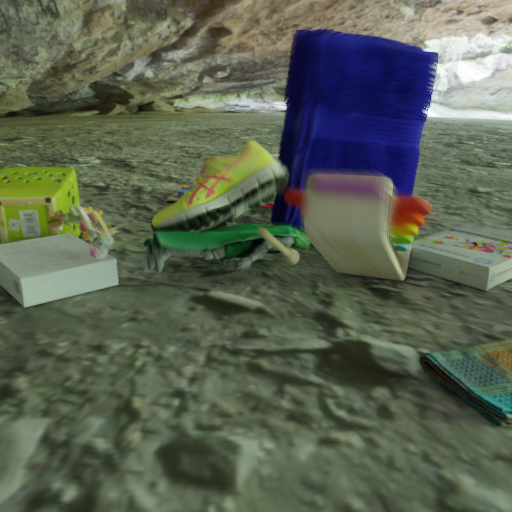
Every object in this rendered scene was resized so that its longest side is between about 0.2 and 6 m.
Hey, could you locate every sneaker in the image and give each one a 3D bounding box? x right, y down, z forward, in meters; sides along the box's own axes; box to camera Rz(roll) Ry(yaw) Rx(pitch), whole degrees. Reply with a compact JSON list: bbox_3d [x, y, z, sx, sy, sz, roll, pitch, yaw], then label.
[{"bbox_3d":[-0.822,-1.251,10.738,2.733,1.234,1.068,-27,-19,-3],"label":"sneaker"}]

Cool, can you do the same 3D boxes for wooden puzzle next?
[{"bbox_3d":[-1.798,-1.779,16.113,1.422,0.329,1.317,2,19,7],"label":"wooden puzzle"}]

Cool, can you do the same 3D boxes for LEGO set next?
[{"bbox_3d":[-3.035,-0.569,9.419,1.537,0.707,0.572,27,0,28],"label":"LEGO set"}]

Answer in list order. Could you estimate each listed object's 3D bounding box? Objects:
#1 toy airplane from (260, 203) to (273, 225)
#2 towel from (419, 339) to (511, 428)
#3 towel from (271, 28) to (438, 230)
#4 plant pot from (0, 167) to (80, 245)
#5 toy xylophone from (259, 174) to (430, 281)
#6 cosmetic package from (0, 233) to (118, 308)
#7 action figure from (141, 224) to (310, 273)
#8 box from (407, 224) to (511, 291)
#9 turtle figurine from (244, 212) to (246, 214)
[{"bbox_3d":[1.001,-1.226,14.250,2.409,0.443,2.409,0,18,0],"label":"toy airplane"},{"bbox_3d":[3.163,1.387,6.688,1.973,0.214,1.447,-7,20,-20],"label":"towel"},{"bbox_3d":[1.960,-2.312,11.316,2.981,4.037,1.000,6,16,-5],"label":"towel"},{"bbox_3d":[-4.554,-0.888,11.556,1.577,1.585,1.438,-2,24,-9],"label":"plant pot"},{"bbox_3d":[1.433,-0.347,9.124,2.446,0.839,3.341,8,-13,14],"label":"toy xylophone"},{"bbox_3d":[-3.627,0.174,9.818,1.606,0.550,2.129,-16,24,-35],"label":"cosmetic package"},{"bbox_3d":[-0.397,-0.186,10.234,3.100,0.848,1.831,-7,7,-21],"label":"action figure"},{"bbox_3d":[4.128,-0.037,10.614,2.297,0.473,1.791,-16,24,-37],"label":"box"},{"bbox_3d":[-0.752,-1.787,14.362,1.126,1.161,0.836,27,22,33],"label":"turtle figurine"}]
